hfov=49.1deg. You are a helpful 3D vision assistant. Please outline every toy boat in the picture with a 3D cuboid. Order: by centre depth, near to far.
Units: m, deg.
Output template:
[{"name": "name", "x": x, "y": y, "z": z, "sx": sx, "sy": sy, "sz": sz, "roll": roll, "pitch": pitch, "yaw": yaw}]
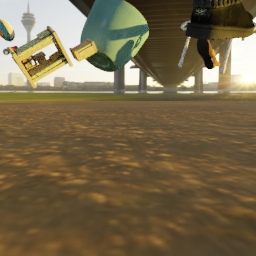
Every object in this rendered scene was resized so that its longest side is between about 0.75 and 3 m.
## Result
[{"name": "toy boat", "x": -3.658, "y": -2.694, "z": 8.387, "sx": 0.476, "sy": 1.024, "sz": 0.861, "roll": -32, "pitch": 49, "yaw": -26}]

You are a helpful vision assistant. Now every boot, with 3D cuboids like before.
[{"name": "boot", "x": 2.057, "y": -2.766, "z": 5.575, "sx": 0.923, "sy": 1.834, "sz": 2.454, "roll": 19, "pitch": 28, "yaw": 32}, {"name": "boot", "x": 2.980, "y": -2.765, "z": 10.111, "sx": 0.456, "sy": 1.254, "sz": 1.332, "roll": -24, "pitch": 5, "yaw": 34}]

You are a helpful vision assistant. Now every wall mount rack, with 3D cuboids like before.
[{"name": "wall mount rack", "x": 2.948, "y": -2.989, "z": 9.714, "sx": 2.657, "sy": 0.991, "sz": 2.309, "roll": 17, "pitch": 51, "yaw": 35}]

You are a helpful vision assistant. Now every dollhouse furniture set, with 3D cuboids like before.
[{"name": "dollhouse furniture set", "x": -2.595, "y": -2.693, "z": 9.033, "sx": 2.321, "sy": 1.290, "sz": 2.053, "roll": -34, "pitch": 39, "yaw": -13}]

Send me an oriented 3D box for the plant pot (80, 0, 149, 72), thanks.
[{"name": "plant pot", "x": -0.671, "y": -3.184, "z": 10.215, "sx": 2.314, "sy": 1.857, "sz": 2.314, "roll": 25, "pitch": -15, "yaw": 7}]
